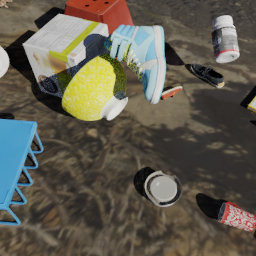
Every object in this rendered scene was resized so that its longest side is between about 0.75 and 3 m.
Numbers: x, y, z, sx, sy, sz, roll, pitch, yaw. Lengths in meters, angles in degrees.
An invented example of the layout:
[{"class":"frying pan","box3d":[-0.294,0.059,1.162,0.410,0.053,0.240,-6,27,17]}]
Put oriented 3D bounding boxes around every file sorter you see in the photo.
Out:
[{"class":"file sorter","box3d":[-3.675,1.228,7.977,1.803,1.594,2.598,5,53,2]}]

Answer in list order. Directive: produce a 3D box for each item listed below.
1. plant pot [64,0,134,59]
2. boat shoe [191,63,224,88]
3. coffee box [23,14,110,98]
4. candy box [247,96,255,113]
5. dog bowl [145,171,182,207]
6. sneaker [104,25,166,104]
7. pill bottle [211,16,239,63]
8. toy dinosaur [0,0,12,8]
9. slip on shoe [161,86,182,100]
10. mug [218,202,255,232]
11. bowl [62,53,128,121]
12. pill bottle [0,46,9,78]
[{"class":"plant pot","box3d":[-1.295,-4.398,11.910,2.563,2.259,2.561,24,56,17]},{"class":"boat shoe","box3d":[3.238,-2.243,11.358,0.603,0.503,1.616,-33,58,-21]},{"class":"coffee box","box3d":[-2.099,-2.564,10.465,2.175,2.196,2.199,19,54,18]},{"class":"candy box","box3d":[5.319,-1.078,10.623,0.880,0.227,1.721,33,59,26]},{"class":"dog bowl","box3d":[1.037,1.828,8.325,1.095,0.321,1.095,0,52,0]},{"class":"sneaker","box3d":[0.150,-1.882,8.016,1.721,1.048,2.636,5,59,-7]},{"class":"pill bottle","box3d":[3.461,-3.181,10.068,0.836,0.836,1.469,-4,79,-3]},{"class":"toy dinosaur","box3d":[-6.666,-6.711,14.878,0.697,0.441,1.028,6,66,15]},{"class":"slip on shoe","box3d":[1.692,-1.344,10.805,1.010,0.374,0.309,-26,91,-26]},{"class":"mug","box3d":[3.029,2.397,7.751,0.851,0.568,0.756,19,56,10]},{"class":"bowl","box3d":[-0.823,-1.060,9.361,1.350,2.510,2.510,43,63,12]},{"class":"pill bottle","box3d":[-6.271,-3.308,11.437,1.657,1.657,2.977,-34,60,-23]}]
